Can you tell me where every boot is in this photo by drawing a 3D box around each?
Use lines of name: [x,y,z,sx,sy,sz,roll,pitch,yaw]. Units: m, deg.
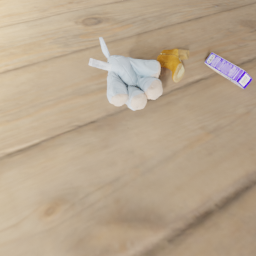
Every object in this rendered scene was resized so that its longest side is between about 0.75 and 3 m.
boot: [1.541,-2.324,10.438,1.153,0.567,1.611,7,58,32]

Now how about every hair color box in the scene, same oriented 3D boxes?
hair color box: [3.464,-1.990,9.718,0.809,0.480,1.480,19,23,-46]

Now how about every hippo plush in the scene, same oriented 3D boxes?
hippo plush: [-0.147,-1.142,8.142,2.128,1.711,1.695,20,69,-1]
